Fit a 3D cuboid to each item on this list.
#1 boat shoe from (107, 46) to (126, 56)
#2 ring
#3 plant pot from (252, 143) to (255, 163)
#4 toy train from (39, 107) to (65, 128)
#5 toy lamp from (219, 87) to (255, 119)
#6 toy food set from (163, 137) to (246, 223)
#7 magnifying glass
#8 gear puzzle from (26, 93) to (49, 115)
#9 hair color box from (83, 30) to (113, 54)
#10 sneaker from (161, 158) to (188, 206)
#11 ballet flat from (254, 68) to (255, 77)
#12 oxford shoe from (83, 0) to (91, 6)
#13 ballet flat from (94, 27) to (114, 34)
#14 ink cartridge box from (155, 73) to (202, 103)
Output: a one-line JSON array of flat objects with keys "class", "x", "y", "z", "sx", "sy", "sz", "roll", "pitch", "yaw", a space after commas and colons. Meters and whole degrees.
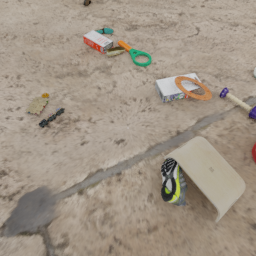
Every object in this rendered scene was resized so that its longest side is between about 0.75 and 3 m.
[{"class": "boat shoe", "x": -0.582, "y": -3.633, "z": 13.321, "sx": 0.993, "sy": 0.330, "sz": 0.368, "roll": -16, "pitch": 53, "yaw": -27}, {"class": "ring", "x": 2.528, "y": -1.534, "z": 10.934, "sx": 1.597, "sy": 0.153, "sz": 1.597, "roll": 14, "pitch": 37, "yaw": -11}, {"class": "plant pot", "x": 5.106, "y": 0.622, "z": 9.323, "sx": 1.526, "sy": 1.390, "sz": 1.526, "roll": -1, "pitch": 50, "yaw": 1}, {"class": "toy train", "x": -2.963, "y": -0.438, "z": 10.901, "sx": 0.279, "sy": 0.208, "sz": 1.217, "roll": 28, "pitch": 57, "yaw": 35}, {"class": "toy lamp", "x": 4.513, "y": -0.950, "z": 11.093, "sx": 0.538, "sy": 0.538, "sz": 1.848, "roll": -36, "pitch": 59, "yaw": -25}, {"class": "toy food set", "x": 2.379, "y": 1.476, "z": 8.706, "sx": 1.718, "sy": 0.723, "sz": 2.394, "roll": -24, "pitch": 67, "yaw": -41}, {"class": "magnifying glass", "x": 0.271, "y": -3.593, "z": 13.383, "sx": 0.862, "sy": 0.243, "sz": 2.167, "roll": -33, "pitch": 60, "yaw": -23}, {"class": "gear puzzle", "x": -3.594, "y": -0.996, "z": 11.375, "sx": 0.660, "sy": 0.167, "sz": 1.275, "roll": 10, "pitch": 49, "yaw": 10}, {"class": "hair color box", "x": -1.455, "y": -4.219, "z": 13.716, "sx": 1.409, "sy": 0.431, "sz": 0.715, "roll": 36, "pitch": 59, "yaw": 26}, {"class": "sneaker", "x": 1.464, "y": 1.594, "z": 8.652, "sx": 0.689, "sy": 0.754, "sz": 1.864, "roll": -26, "pitch": 33, "yaw": 35}, {"class": "ballet flat", "x": 6.710, "y": -1.998, "z": 11.644, "sx": 2.914, "sy": 1.012, "sz": 1.012, "roll": 35, "pitch": 59, "yaw": 24}, {"class": "oxford shoe", "x": -2.338, "y": -7.407, "z": 16.338, "sx": 0.411, "sy": 0.354, "sz": 0.974, "roll": 13, "pitch": 52, "yaw": -12}, {"class": "ballet flat", "x": -1.267, "y": -5.029, "z": 14.434, "sx": 1.041, "sy": 0.353, "sz": 0.392, "roll": -9, "pitch": 44, "yaw": -3}, {"class": "ink cartridge box", "x": 2.145, "y": -1.695, "z": 11.726, "sx": 1.803, "sy": 0.454, "sz": 0.982, "roll": -13, "pitch": 53, "yaw": -11}]
